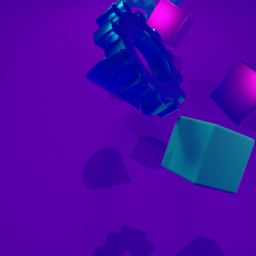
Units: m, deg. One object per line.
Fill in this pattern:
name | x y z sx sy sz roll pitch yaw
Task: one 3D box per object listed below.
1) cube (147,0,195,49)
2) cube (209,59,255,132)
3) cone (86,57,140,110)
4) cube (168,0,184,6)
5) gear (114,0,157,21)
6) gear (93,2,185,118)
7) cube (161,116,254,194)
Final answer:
cube | 0.932 -2.333 6.316 0.744 0.744 0.744 40 21 14
cube | 1.887 -0.470 4.323 0.746 0.746 0.746 13 33 -39
cone | -0.081 -0.927 6.221 1.239 1.239 1.244 -34 91 -26
cube | 1.587 -4.691 9.222 0.899 0.899 0.899 -40 91 5
gear | 0.234 -3.436 8.352 1.394 1.394 0.258 4 74 3
gear | 0.226 -0.964 4.005 0.308 1.667 1.667 -28 39 32
cube | 1.180 0.386 4.241 0.851 0.851 0.851 18 2 -28
